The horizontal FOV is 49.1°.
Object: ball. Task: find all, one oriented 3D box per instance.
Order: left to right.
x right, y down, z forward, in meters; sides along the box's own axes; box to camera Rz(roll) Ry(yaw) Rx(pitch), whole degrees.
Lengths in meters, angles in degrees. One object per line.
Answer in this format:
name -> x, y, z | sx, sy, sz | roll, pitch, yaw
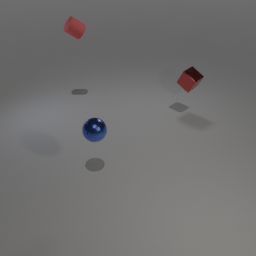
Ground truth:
ball -> -0.943, 0.054, 7.919 | 0.700, 0.700, 0.700 | 0, 31, 0

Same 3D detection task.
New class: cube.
cube -> 2.666, -2.081, 12.024 | 0.700, 0.700, 0.700 | -33, 72, -35

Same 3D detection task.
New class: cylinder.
cylinder -> -2.243, -4.217, 11.795 | 0.700, 0.700, 0.700 | 23, 17, -33
